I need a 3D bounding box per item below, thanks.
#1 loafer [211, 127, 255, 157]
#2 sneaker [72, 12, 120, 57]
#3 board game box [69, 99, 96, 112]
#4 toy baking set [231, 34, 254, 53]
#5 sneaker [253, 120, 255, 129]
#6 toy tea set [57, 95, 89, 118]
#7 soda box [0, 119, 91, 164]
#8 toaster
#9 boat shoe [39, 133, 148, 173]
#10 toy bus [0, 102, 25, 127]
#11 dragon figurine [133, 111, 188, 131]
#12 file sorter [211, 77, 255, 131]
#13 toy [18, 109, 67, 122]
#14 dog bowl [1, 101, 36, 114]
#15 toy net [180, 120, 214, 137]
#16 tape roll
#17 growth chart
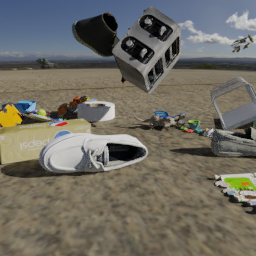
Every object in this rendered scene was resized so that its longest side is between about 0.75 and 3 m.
[{"bbox_3d":[3.867,0.406,8.711,2.529,0.882,0.884,-1,16,-4],"label":"loafer"},{"bbox_3d":[-0.753,-3.699,11.413,1.534,1.080,2.889,-8,-3,31],"label":"sneaker"},{"bbox_3d":[-2.408,-1.196,15.187,1.593,0.491,1.592,-3,15,-13],"label":"board game box"},{"bbox_3d":[4.098,-3.081,10.102,0.795,0.120,1.036,-27,30,32],"label":"toy baking set"},{"bbox_3d":[5.895,-0.502,12.134,0.719,0.797,1.944,9,18,27],"label":"sneaker"},{"bbox_3d":[-2.765,-0.999,13.973,1.831,0.677,1.089,-32,21,-27],"label":"toy tea set"},{"bbox_3d":[-2.581,0.355,8.800,2.752,0.932,0.881,-7,17,-25],"label":"soda box"},{"bbox_3d":[0.804,-2.944,11.334,1.609,2.452,2.712,37,-7,18],"label":"toaster"},{"bbox_3d":[-0.825,0.657,7.496,2.910,1.071,0.951,-10,14,-28],"label":"boat shoe"},{"bbox_3d":[-4.605,-0.206,10.388,1.034,0.860,2.641,-38,20,-4],"label":"toy bus"},{"bbox_3d":[1.369,-0.344,11.841,2.220,0.653,1.104,5,17,16],"label":"dragon figurine"},{"bbox_3d":[4.522,-1.107,11.911,1.695,1.521,2.443,-26,8,19],"label":"file sorter"},{"bbox_3d":[-3.429,-0.502,11.538,1.910,0.451,1.100,16,-8,5],"label":"toy"},{"bbox_3d":[-5.710,-1.065,14.765,1.062,0.472,1.905,9,18,29],"label":"dog bowl"},{"bbox_3d":[2.857,0.040,11.077,0.879,0.324,1.676,-8,18,-28],"label":"toy net"},{"bbox_3d":[-1.544,-0.828,13.592,1.819,0.636,1.819,-1,16,0],"label":"tape roll"},{"bbox_3d":[2.875,1.438,6.409,1.316,0.161,1.819,-5,16,-12],"label":"growth chart"}]
